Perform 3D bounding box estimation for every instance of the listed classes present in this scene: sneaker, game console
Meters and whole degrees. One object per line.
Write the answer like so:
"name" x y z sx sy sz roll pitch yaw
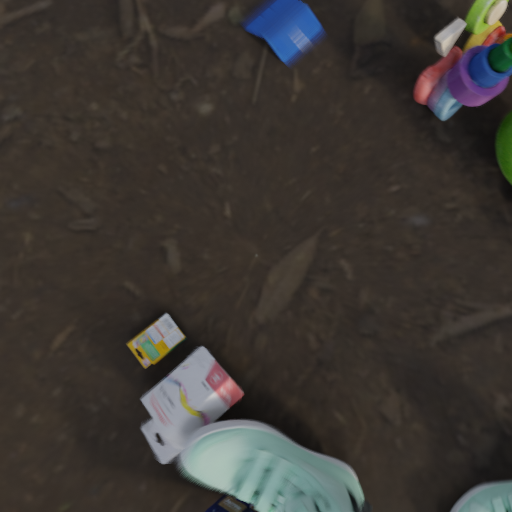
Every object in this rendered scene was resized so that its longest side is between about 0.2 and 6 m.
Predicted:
"sneaker" 0.294 2.771 6.608 2.426 1.431 0.893 19 97 -11
"sneaker" 3.421 3.261 7.058 1.995 1.177 0.734 -20 77 -4
"game console" 0.458 -3.863 9.524 0.958 0.567 0.818 -44 110 -8

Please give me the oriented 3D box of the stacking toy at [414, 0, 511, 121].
"stacking toy" 3.378 -3.012 8.442 1.938 1.755 0.819 -44 72 -6

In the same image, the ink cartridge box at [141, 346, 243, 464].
"ink cartridge box" -0.977 2.004 7.570 1.398 0.472 0.814 -41 41 -10

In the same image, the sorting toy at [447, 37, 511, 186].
"sorting toy" 4.581 -1.430 7.728 4.313 1.485 1.495 45 78 -4

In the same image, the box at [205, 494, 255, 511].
"box" -0.433 3.482 6.896 1.487 0.901 0.241 -28 112 -38

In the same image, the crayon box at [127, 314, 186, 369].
"crayon box" -1.436 1.237 8.114 0.722 0.186 0.454 -38 78 -10
